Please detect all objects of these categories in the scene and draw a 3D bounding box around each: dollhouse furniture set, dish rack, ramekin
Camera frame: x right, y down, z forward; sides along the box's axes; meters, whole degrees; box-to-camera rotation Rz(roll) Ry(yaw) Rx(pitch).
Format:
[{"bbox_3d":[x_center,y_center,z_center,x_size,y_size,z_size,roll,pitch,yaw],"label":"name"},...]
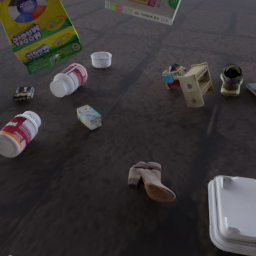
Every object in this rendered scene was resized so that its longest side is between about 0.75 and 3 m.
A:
[{"bbox_3d":[2.209,-1.615,11.154,1.863,1.305,1.313,-4,28,40],"label":"dollhouse furniture set"},{"bbox_3d":[2.875,1.922,6.606,1.837,0.466,2.140,6,35,9],"label":"dish rack"},{"bbox_3d":[-1.330,-3.415,14.055,1.025,0.500,1.025,0,36,0],"label":"ramekin"}]

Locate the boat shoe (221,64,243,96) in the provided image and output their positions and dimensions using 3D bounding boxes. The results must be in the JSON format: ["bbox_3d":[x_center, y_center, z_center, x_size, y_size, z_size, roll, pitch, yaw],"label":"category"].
[{"bbox_3d":[4.565,-2.297,12.161,0.977,0.865,2.670,9,36,12],"label":"boat shoe"}]

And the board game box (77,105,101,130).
[{"bbox_3d":[-1.365,-0.383,9.832,0.457,0.449,0.871,-24,42,-30],"label":"board game box"}]

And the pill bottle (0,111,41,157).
[{"bbox_3d":[-3.395,0.136,8.744,0.866,0.866,1.534,8,35,11],"label":"pill bottle"}]

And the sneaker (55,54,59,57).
[{"bbox_3d":[-2.471,-2.851,10.556,0.403,0.287,0.812,-12,13,-36],"label":"sneaker"}]

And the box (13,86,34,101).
[{"bbox_3d":[-4.262,-1.407,11.476,0.716,0.218,0.888,-2,35,-8],"label":"box"}]

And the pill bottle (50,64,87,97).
[{"bbox_3d":[-2.473,-1.965,11.640,0.937,0.937,1.659,13,37,18],"label":"pill bottle"}]

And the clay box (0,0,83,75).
[{"bbox_3d":[-2.569,-3.038,7.740,1.700,0.704,2.959,-27,70,-3],"label":"clay box"}]

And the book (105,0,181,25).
[{"bbox_3d":[0.372,-2.857,6.239,1.516,0.364,1.013,17,62,7],"label":"book"}]

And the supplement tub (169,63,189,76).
[{"bbox_3d":[2.343,-2.476,12.638,0.610,0.610,0.996,-15,38,-20],"label":"supplement tub"}]

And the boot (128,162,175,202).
[{"bbox_3d":[0.680,1.332,7.417,1.409,0.495,1.030,16,35,17],"label":"boot"}]

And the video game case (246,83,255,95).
[{"bbox_3d":[5.943,-1.524,11.691,1.466,0.171,1.333,-4,35,-7],"label":"video game case"}]
